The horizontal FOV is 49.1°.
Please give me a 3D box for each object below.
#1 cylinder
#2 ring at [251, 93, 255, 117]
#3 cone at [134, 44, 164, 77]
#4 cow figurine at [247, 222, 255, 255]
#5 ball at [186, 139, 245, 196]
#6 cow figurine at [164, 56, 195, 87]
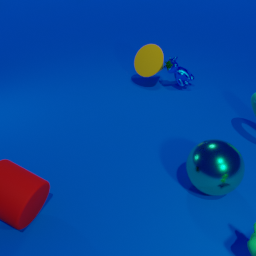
[{"bbox_3d":[-2.325,1.330,5.686,1.052,1.052,1.052,26,38,8],"label":"cylinder"},{"bbox_3d":[3.988,-0.304,8.042,0.313,1.563,1.563,-24,31,13],"label":"ring"},{"bbox_3d":[1.157,-2.611,11.571,1.317,1.317,1.322,24,9,32],"label":"cone"},{"bbox_3d":[2.624,1.919,4.557,1.223,0.671,1.203,-27,3,12],"label":"cow figurine"},{"bbox_3d":[1.963,0.883,6.349,1.272,1.272,1.272,0,33,0],"label":"ball"},{"bbox_3d":[2.041,-2.277,11.218,1.224,0.683,1.244,56,29,8],"label":"cow figurine"}]
